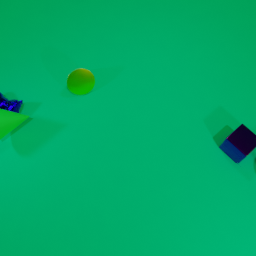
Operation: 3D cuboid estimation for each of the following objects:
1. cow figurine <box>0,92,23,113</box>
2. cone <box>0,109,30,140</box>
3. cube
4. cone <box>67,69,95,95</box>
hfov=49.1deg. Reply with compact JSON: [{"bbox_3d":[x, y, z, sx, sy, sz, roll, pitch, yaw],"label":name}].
[{"bbox_3d":[-3.902,-0.797,8.806,1.075,0.600,1.093,-36,82,16],"label":"cow figurine"},{"bbox_3d":[-3.353,-0.223,8.007,1.066,1.062,1.062,-13,65,-6],"label":"cone"},{"bbox_3d":[3.313,0.478,8.293,0.744,0.744,0.744,-38,70,-16],"label":"cube"},{"bbox_3d":[-1.665,-1.740,9.506,0.929,0.929,0.933,-18,37,-9],"label":"cone"}]
